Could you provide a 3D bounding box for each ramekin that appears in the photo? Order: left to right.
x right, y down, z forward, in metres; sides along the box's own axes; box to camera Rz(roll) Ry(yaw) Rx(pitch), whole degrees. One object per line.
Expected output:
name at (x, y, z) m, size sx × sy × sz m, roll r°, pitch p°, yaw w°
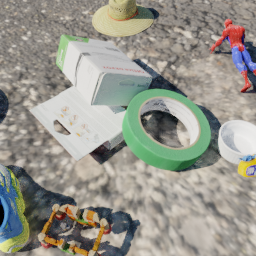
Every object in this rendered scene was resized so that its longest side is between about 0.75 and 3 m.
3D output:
ramekin at (2.978, 0.401, 7.499) m, size 1.178 × 0.574 × 1.178 m, roll 0°, pitch 51°, yaw 0°

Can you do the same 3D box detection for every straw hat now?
straw hat at (-0.220, -5.076, 11.617) m, size 2.823 × 1.195 × 2.823 m, roll 0°, pitch 51°, yaw 1°

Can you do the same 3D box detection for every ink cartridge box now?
ink cartridge box at (-1.258, -0.229, 8.059) m, size 2.087 × 0.524 × 2.405 m, roll -35°, pitch 59°, yaw -25°
ink cartridge box at (-0.775, -1.722, 8.364) m, size 1.841 × 1.063 × 2.521 m, roll -3°, pitch 38°, yaw -38°

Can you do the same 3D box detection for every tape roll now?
tape roll at (1.027, -0.015, 7.494) m, size 2.331 × 0.560 × 2.331 m, roll 9°, pitch 52°, yaw -12°

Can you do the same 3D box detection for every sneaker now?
sneaker at (-2.865, 1.461, 6.175) m, size 0.914 × 1.268 × 2.414 m, roll -28°, pitch 56°, yaw -21°

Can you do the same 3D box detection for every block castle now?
block castle at (-1.104, 2.240, 5.966) m, size 1.365 × 0.640 × 0.912 m, roll 12°, pitch 56°, yaw 13°

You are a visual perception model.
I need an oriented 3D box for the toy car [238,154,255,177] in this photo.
toy car at (2.465, 0.204, 4.231) m, size 0.823 × 2.474 × 1.214 m, roll -8°, pitch 39°, yaw -18°

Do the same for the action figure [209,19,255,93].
action figure at (3.707, -2.413, 9.745) m, size 0.898 × 1.361 × 2.751 m, roll -7°, pitch 73°, yaw -10°
